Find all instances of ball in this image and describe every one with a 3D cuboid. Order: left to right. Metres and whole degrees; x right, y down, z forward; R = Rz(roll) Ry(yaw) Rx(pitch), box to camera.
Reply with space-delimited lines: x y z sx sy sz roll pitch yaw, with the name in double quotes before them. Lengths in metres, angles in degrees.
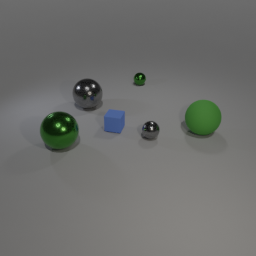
"ball" -2.514 0.086 10.302 1.400 1.400 1.400 0 31 0
"ball" -1.881 -1.603 13.054 1.400 1.400 1.400 0 31 0
"ball" 0.658 -2.737 15.612 0.700 0.700 0.700 0 31 0
"ball" 0.889 0.070 10.911 0.700 0.700 0.700 0 31 0
"ball" 2.962 -0.419 11.072 1.400 1.400 1.400 0 31 0

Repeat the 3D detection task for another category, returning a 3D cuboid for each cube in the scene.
"cube" -0.551 -0.290 11.555 0.700 0.700 0.700 8 30 12
